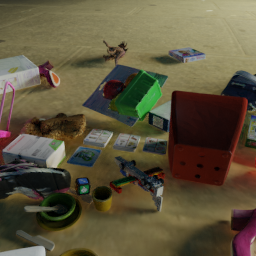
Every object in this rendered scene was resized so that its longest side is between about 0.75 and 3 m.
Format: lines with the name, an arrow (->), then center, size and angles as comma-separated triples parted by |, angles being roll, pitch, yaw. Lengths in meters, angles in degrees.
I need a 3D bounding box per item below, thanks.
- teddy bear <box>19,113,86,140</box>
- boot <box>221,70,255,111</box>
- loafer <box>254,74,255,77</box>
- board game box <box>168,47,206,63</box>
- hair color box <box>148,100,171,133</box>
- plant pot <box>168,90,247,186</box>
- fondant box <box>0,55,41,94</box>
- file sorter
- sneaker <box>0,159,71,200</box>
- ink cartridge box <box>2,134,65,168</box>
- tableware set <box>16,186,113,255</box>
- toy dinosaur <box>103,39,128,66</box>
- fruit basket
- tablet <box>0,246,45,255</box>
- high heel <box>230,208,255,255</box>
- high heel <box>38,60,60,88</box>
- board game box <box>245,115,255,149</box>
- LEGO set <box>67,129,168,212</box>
teddy bear -> -2.106, 0.029, 7.921 | 1.862, 0.622, 1.350 | -10, 25, -15
boot -> 4.409, -0.874, 9.298 | 2.510, 0.913, 1.134 | 33, 75, 24
loafer -> 5.546, -1.865, 10.895 | 2.892, 0.910, 1.039 | -25, 8, -39
board game box -> 2.950, -3.685, 14.086 | 1.326, 0.273, 1.323 | -16, 36, -23
hair color box -> 1.428, -0.464, 8.800 | 0.779, 0.471, 1.558 | 27, 41, 36
plant pot -> 1.745, 0.338, 6.566 | 1.732, 1.730, 1.526 | 8, 43, 12
fondant box -> -5.040, -2.061, 11.061 | 2.575, 0.750, 1.858 | -23, 39, -29
file sorter -> -4.211, -0.653, 7.092 | 2.327, 1.460, 1.617 | 10, -4, -14
sneaker -> -2.244, 1.011, 6.192 | 1.976, 0.794, 0.853 | 1, 32, -1
ink cartridge box -> -2.322, 0.650, 6.989 | 1.216, 0.511, 0.885 | 9, 32, 13
tableware set -> -1.222, 2.029, 4.890 | 1.968, 0.448, 2.921 | 15, 35, 22
toy dinosaur -> -0.478, -3.699, 13.670 | 1.333, 0.844, 1.966 | -3, 37, -17
fruit basket -> -0.110, -1.113, 9.041 | 2.239, 1.050, 2.074 | 19, 64, 40
tablet -> -1.636, 2.436, 3.861 | 1.005, 0.105, 1.544 | -4, 41, -16
high heel -> 2.210, 2.060, 4.643 | 0.961, 0.675, 2.003 | 0, 18, 20
high heel -> -3.342, -2.021, 11.464 | 0.891, 0.625, 1.854 | -37, 43, 10
board game box -> 4.441, 0.299, 7.752 | 2.123, 0.309, 1.428 | 14, 35, 21
LEGO set -> -0.205, 0.899, 6.703 | 2.195, 0.721, 2.938 | 9, 20, 7
